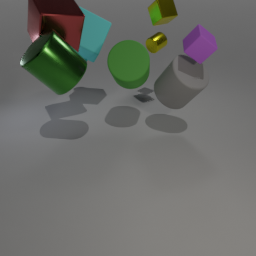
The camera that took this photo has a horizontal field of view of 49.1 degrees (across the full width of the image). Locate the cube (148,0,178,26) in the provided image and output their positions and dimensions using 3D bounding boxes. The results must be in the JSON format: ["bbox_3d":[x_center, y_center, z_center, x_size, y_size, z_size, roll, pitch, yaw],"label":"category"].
[{"bbox_3d":[1.245,-4.194,10.096,0.700,0.700,0.700,-19,4,-25],"label":"cube"}]

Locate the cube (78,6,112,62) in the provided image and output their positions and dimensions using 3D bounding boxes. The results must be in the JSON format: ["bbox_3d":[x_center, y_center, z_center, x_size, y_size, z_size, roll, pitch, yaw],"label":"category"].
[{"bbox_3d":[-1.664,-3.701,11.286,1.400,1.400,1.400,23,-5,-13],"label":"cube"}]

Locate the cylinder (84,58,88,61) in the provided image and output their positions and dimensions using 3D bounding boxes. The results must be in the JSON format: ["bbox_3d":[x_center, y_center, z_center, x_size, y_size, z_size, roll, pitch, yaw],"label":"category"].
[{"bbox_3d":[-2.282,-3.210,13.139,0.700,0.700,0.700,-12,-3,-20],"label":"cylinder"}]

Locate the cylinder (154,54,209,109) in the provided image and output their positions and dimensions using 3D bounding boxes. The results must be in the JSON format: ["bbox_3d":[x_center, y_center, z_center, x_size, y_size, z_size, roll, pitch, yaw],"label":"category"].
[{"bbox_3d":[1.808,-1.566,9.639,1.400,1.400,1.400,11,61,-20],"label":"cylinder"}]

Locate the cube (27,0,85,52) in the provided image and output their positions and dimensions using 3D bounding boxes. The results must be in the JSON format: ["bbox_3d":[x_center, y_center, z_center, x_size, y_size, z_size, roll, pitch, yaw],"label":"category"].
[{"bbox_3d":[-2.395,-3.415,9.159,1.400,1.400,1.400,-10,53,-30],"label":"cube"}]

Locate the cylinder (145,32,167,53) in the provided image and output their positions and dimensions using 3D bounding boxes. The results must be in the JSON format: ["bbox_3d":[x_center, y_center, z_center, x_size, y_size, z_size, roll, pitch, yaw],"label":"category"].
[{"bbox_3d":[1.244,-3.730,12.240,0.700,0.700,0.700,26,54,38],"label":"cylinder"}]

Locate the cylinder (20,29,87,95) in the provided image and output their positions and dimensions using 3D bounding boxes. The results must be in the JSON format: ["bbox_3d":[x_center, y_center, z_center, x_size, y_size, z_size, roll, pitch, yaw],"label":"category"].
[{"bbox_3d":[-2.182,-1.940,8.337,1.400,1.400,1.400,-27,41,27],"label":"cylinder"}]

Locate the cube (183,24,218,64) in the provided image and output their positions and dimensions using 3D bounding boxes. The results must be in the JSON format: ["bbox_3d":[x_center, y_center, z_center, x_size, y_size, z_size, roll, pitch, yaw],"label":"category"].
[{"bbox_3d":[2.144,-2.508,8.389,0.700,0.700,0.700,29,43,-23],"label":"cube"}]

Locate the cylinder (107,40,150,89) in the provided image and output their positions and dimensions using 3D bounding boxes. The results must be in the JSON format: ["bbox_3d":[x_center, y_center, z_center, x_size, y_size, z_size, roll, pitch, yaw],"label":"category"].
[{"bbox_3d":[0.060,-2.170,9.805,1.400,1.400,1.400,2,-2,4],"label":"cylinder"}]
